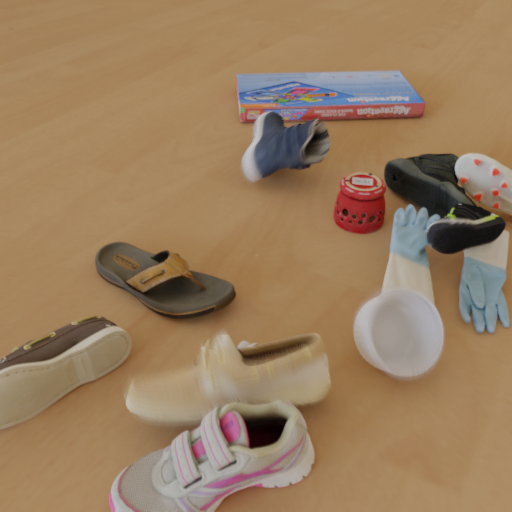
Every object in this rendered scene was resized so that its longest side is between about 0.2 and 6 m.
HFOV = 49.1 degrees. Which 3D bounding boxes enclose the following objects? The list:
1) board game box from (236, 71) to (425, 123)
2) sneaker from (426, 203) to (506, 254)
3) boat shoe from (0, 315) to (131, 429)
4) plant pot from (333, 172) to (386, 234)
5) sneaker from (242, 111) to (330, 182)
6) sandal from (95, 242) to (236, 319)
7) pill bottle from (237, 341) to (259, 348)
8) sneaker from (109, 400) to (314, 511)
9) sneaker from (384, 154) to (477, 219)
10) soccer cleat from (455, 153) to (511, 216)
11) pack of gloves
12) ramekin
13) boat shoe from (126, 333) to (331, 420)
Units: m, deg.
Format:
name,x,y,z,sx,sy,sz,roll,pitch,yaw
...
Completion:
name,x,y,z,sx,sy,sz,roll,pitch,yaw
board game box,2.057,-4.788,16.679,5.222,0.508,2.688,-2,37,-3
sneaker,3.650,-0.552,10.162,1.937,0.694,0.802,-5,42,-33
boat shoe,-3.125,1.621,8.134,2.589,0.930,0.771,-25,39,-34
plant pot,2.163,-1.120,11.603,1.066,0.971,1.066,-1,40,0
sneaker,0.854,-2.816,13.217,1.896,0.998,2.624,-15,36,25
sandal,-1.722,0.253,9.941,2.935,0.801,1.199,25,44,28
pill bottle,0.027,1.569,8.582,0.660,0.395,0.395,23,43,25
sneaker,-0.512,2.413,6.858,2.645,1.167,1.076,-17,41,-20
sneaker,4.109,-1.468,11.986,1.520,1.015,2.654,-20,38,-18
soccer cleat,5.343,-1.305,11.696,2.609,0.904,1.012,34,34,10
pack of gloves,3.421,0.251,10.163,2.234,0.525,2.660,20,49,2
ramekin,2.091,1.155,8.474,1.285,1.285,0.674,-17,-3,-21
boat shoe,-0.372,1.558,7.760,2.845,0.984,1.049,-5,10,-13
